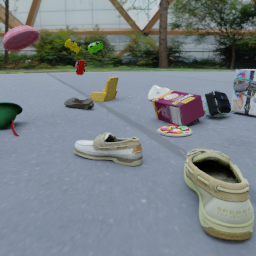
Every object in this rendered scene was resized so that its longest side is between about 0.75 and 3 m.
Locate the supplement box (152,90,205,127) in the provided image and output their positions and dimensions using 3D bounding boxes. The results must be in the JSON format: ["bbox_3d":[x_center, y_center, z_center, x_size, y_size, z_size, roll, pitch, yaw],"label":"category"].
[{"bbox_3d":[1.885,-0.773,10.698,1.101,0.868,1.682,-27,25,-23],"label":"supplement box"}]

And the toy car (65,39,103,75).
[{"bbox_3d":[-1.440,-2.604,9.588,1.238,1.315,0.293,-29,41,-13],"label":"toy car"}]

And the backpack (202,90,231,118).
[{"bbox_3d":[3.671,-0.959,11.510,1.195,1.061,0.900,-4,-13,-38],"label":"backpack"}]

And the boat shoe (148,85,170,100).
[{"bbox_3d":[1.877,-1.800,15.270,0.858,0.901,2.504,24,-4,-20],"label":"boat shoe"}]

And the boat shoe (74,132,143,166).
[{"bbox_3d":[-0.516,0.438,7.075,1.921,0.657,0.718,6,16,23],"label":"boat shoe"}]

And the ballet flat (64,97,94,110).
[{"bbox_3d":[-2.362,-1.156,13.612,1.963,0.455,0.661,5,47,37],"label":"ballet flat"}]

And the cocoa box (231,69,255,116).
[{"bbox_3d":[5.386,-1.563,12.083,1.254,1.880,1.234,-7,16,-37],"label":"cocoa box"}]

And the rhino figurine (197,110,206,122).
[{"bbox_3d":[2.675,-0.621,11.225,0.688,0.470,1.573,-42,19,3],"label":"rhino figurine"}]

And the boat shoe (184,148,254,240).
[{"bbox_3d":[1.593,0.829,5.144,1.040,0.897,2.852,2,15,9],"label":"boat shoe"}]

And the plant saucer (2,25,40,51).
[{"bbox_3d":[-3.851,-3.237,10.018,1.367,0.346,1.367,-27,1,1],"label":"plant saucer"}]

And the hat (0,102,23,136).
[{"bbox_3d":[-4.342,-0.021,9.829,1.355,1.440,1.636,-13,-16,-7],"label":"hat"}]

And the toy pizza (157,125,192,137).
[{"bbox_3d":[1.566,0.058,9.407,1.175,0.186,1.175,0,15,0],"label":"toy pizza"}]

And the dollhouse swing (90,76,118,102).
[{"bbox_3d":[-1.370,-2.262,15.930,1.353,1.309,1.489,7,17,23],"label":"dollhouse swing"}]

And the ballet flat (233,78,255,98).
[{"bbox_3d":[3.381,-1.029,7.368,1.444,0.519,0.519,2,14,-17],"label":"ballet flat"}]
